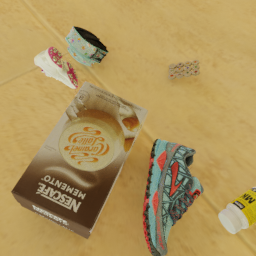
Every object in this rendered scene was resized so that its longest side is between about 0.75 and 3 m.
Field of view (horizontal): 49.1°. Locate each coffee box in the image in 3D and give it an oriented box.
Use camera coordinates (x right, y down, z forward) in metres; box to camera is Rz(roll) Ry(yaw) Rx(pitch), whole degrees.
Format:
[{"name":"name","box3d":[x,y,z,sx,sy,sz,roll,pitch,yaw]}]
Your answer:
[{"name":"coffee box","box3d":[-0.905,0.632,6.200,1.679,1.170,2.936,24,60,3]}]

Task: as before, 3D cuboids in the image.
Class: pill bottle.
[{"name":"pill bottle","box3d":[2.489,1.751,5.944,1.039,0.594,0.594,-28,61,-15]}]

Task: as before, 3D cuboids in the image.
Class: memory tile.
[{"name":"memory tile","box3d":[1.652,-1.735,8.278,0.932,0.078,0.715,-7,48,21]}]

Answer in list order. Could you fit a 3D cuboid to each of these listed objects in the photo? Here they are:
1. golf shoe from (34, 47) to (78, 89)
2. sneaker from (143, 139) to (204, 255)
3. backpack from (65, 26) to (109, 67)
[{"name":"golf shoe","box3d":[-1.871,-1.533,7.466,0.684,1.495,0.563,-13,57,17]},{"name":"sneaker","box3d":[0.985,1.361,5.911,1.243,1.032,2.603,6,56,7]},{"name":"backpack","box3d":[-1.306,-2.443,8.339,0.881,1.149,1.010,-42,65,16]}]
